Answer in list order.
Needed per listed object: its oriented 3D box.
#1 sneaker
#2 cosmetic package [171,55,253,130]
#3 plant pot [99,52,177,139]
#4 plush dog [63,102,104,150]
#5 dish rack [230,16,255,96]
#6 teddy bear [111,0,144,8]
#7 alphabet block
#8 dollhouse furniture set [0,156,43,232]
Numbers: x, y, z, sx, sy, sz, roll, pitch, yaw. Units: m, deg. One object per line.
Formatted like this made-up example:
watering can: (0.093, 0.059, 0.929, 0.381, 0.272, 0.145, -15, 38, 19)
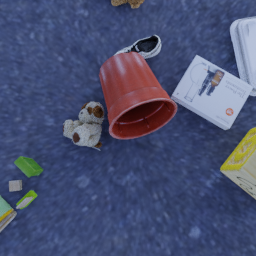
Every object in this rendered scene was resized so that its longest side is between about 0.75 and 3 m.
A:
sneaker: (0.147, -1.984, 7.279, 1.531, 0.671, 0.579, -29, 85, -2)
cosmetic package: (2.141, -0.908, 7.234, 1.668, 0.431, 1.258, 31, 87, 5)
plant pot: (0.097, -0.815, 6.637, 1.628, 1.628, 1.583, -20, 64, -3)
plush dog: (-0.919, -0.124, 6.912, 1.014, 1.264, 1.085, 19, 92, -31)
dish rack: (3.845, -2.035, 7.393, 1.890, 0.479, 2.202, -8, 83, -2)
teddy bear: (-0.113, -3.754, 7.696, 1.350, 0.451, 0.979, 13, 75, 10)
alphabet block: (3.314, 0.894, 6.495, 1.466, 1.431, 1.439, 39, 82, 6)
dollhouse furniture set: (-2.965, 1.641, 6.697, 1.030, 0.796, 2.062, 44, 84, 6)
